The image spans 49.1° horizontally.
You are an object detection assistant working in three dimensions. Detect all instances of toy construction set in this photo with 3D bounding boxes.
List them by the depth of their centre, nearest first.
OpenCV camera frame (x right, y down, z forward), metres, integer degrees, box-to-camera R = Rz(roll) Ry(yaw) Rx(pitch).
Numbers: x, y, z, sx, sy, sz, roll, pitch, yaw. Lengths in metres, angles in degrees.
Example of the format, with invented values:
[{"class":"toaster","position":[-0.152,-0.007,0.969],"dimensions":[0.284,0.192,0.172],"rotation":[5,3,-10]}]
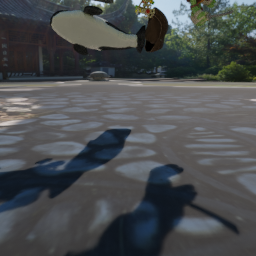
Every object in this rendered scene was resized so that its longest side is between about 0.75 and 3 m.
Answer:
[{"class":"toy construction set","position":[0.629,-4.400,9.934],"dimensions":[0.677,0.964,1.470],"rotation":[27,23,-19]}]

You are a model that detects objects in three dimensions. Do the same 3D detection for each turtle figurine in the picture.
[{"class":"turtle figurine","position":[2.534,-3.824,8.391],"dimensions":[2.124,1.529,2.060],"rotation":[-3,1,14]}]

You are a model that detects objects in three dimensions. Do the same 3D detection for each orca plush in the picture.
[{"class":"orca plush","position":[-0.788,-2.792,7.673],"dimensions":[2.550,1.342,0.907],"rotation":[-4,44,-9]}]

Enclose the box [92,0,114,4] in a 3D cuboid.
[{"class":"box","position":[-0.937,-4.486,8.856],"dimensions":[1.113,0.881,0.269],"rotation":[27,40,31]}]

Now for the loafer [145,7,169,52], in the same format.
[{"class":"loafer","position":[1.014,-3.634,10.798],"dimensions":[0.764,2.151,0.785],"rotation":[-40,68,-14]}]
